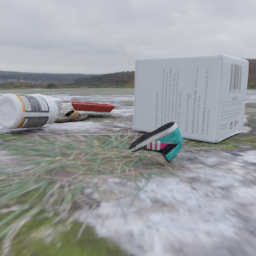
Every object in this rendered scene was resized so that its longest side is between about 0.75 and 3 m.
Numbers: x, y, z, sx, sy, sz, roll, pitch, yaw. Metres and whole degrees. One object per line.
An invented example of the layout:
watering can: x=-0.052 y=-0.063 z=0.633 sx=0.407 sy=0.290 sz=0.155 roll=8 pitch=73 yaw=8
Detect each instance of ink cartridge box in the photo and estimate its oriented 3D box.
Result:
ink cartridge box: x=-3.224 y=-0.793 z=10.055 sx=1.090 sy=0.638 sz=1.508 roll=14 pitch=15 yaw=14

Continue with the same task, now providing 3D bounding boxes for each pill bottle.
pill bottle: x=-2.638 y=-0.436 z=7.489 sx=0.893 sy=0.893 sz=1.535 roll=5 pitch=4 yaw=25

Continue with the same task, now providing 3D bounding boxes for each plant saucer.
plant saucer: x=-1.359 y=-0.782 z=10.459 sx=1.566 sy=0.288 sz=1.569 roll=3 pitch=6 yaw=-13

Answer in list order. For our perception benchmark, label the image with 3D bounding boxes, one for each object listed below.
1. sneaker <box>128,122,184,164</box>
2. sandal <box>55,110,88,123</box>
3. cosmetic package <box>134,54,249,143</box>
sneaker: x=0.503 y=0.330 z=4.516 sx=0.971 sy=0.586 sz=0.406 roll=-27 pitch=13 yaw=38
sandal: x=-1.899 y=-0.410 z=9.271 sx=1.342 sy=0.366 sz=0.548 roll=-8 pitch=13 yaw=-40
cosmetic package: x=1.588 y=-0.812 z=7.124 sx=2.253 sy=1.874 sz=1.886 roll=9 pitch=12 yaw=39
